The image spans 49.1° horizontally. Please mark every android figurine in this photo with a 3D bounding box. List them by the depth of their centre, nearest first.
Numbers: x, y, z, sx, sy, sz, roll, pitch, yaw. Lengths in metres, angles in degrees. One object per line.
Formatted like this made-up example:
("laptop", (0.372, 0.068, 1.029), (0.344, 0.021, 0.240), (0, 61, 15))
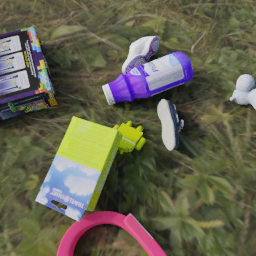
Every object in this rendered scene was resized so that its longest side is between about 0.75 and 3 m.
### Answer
("android figurine", (-0.033, 0.262, 7.583), (0.973, 0.219, 1.069), (25, 52, 14))

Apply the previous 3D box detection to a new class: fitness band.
("fitness band", (-0.217, 3.112, 5.931), (2.088, 0.544, 2.907), (-37, 65, -16))

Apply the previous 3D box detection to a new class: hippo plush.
("hippo plush", (3.693, -0.975, 8.038), (1.161, 1.457, 1.172), (-21, 33, -35))

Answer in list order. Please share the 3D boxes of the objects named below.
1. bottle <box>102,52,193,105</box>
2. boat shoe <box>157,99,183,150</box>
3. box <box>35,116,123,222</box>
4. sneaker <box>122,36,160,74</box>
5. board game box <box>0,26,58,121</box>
("bottle", (0.540, -1.396, 8.155), (2.557, 0.835, 1.068), (-21, 33, -1))
("boat shoe", (1.194, -0.086, 7.668), (0.501, 0.606, 1.619), (12, 45, -23))
("box", (-1.136, 0.934, 6.716), (1.344, 0.525, 2.204), (17, 76, 22))
("sneaker", (0.299, -2.322, 9.038), (0.851, 0.639, 1.708), (22, 63, 38))
("board game box", (-3.574, -1.641, 8.453), (2.283, 0.783, 2.761), (-17, 62, -7))
